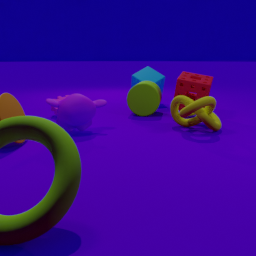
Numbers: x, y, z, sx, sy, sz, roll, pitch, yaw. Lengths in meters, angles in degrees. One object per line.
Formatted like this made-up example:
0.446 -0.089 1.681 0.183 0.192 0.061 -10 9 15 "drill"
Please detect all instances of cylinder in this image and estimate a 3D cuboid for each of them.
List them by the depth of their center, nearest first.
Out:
0.587 -1.036 9.640 1.095 1.095 1.095 3 15 10 "cylinder"

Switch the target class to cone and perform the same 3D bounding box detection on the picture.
-3.093 -0.070 6.305 1.170 1.165 1.165 -15 14 5 "cone"

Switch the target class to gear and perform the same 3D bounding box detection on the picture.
-1.929 -0.728 9.438 1.271 0.235 1.271 7 30 -4 "gear"

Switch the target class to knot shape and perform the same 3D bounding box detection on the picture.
1.819 -0.438 7.420 1.481 0.684 1.385 17 -12 12 "knot shape"

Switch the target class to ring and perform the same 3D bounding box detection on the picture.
-1.299 0.550 3.270 1.520 1.520 0.304 1 -24 5 "ring"

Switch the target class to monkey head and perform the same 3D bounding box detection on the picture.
-1.407 -0.512 7.347 1.587 0.957 1.142 -2 35 -29 "monkey head"

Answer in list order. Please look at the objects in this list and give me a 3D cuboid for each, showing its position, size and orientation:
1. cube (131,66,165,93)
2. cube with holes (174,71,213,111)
0.803 -1.753 11.506 0.971 0.971 0.971 -35 58 -29 "cube"
2.075 -1.129 8.975 1.001 1.001 1.001 14 28 16 "cube with holes"
